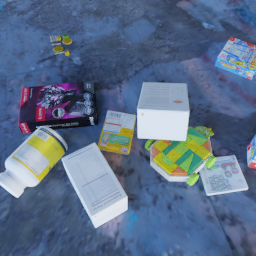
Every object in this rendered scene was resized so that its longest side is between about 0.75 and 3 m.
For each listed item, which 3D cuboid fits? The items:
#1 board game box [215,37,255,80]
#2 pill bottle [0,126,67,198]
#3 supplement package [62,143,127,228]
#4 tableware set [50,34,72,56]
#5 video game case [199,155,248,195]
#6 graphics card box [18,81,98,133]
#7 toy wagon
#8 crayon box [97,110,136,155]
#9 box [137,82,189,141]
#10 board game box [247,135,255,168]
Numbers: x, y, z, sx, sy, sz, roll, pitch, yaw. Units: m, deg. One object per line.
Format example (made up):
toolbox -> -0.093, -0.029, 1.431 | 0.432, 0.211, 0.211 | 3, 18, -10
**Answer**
board game box -> 4.700, -2.931, 11.662 | 1.588, 0.453, 1.621 | 27, 60, 18
pill bottle -> -2.913, 1.015, 8.508 | 1.166, 1.166, 2.082 | 28, 61, 18
supplement package -> -0.959, 1.638, 8.123 | 1.123, 1.081, 1.974 | -25, 59, -16
tableware set -> -2.892, -3.663, 12.351 | 0.919, 0.209, 1.365 | -15, 55, -13
video game case -> 2.941, 1.463, 8.812 | 1.293, 0.153, 1.177 | -7, 56, -5
graphics card box -> -2.461, -0.776, 10.044 | 2.683, 0.682, 1.683 | -5, 55, -5
toy wagon -> 1.871, 0.614, 9.093 | 2.520, 0.499, 1.956 | -37, 58, -23
crayon box -> -0.363, 0.217, 9.477 | 1.036, 0.425, 1.648 | 10, 54, 4
box -> 1.157, -0.607, 9.215 | 1.543, 1.077, 2.026 | 4, 33, 8
board game box -> 5.280, 0.432, 7.926 | 2.834, 2.774, 0.792 | 11, 56, 8
